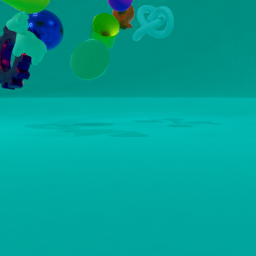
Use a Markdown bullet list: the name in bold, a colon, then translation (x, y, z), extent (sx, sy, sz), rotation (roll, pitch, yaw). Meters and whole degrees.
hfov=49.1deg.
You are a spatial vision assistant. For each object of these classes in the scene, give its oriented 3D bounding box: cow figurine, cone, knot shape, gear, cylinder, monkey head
- **cow figurine**: translation (-2.669, -2.420, 7.494), extent (1.172, 1.153, 0.643), rotation (27, 30, -10)
- **cone**: translation (-2.792, -3.330, 6.782), extent (1.456, 1.456, 1.462), rotation (1, 37, 8)
- **cone**: translation (-0.781, -1.558, 7.172), extent (1.020, 1.020, 1.024), rotation (2, -9, 16)
- **knot shape**: translation (0.743, -3.562, 9.688), extent (0.727, 1.472, 1.573), rotation (44, 7, -50)
- **gear**: translation (-3.550, -2.198, 8.642), extent (1.978, 1.978, 0.366), rotation (6, 2, 42)
- **cylinder**: translation (-0.873, -3.519, 10.282), extent (0.984, 0.984, 0.984), rotation (-2, -11, -14)
- **monkey head**: translation (-0.354, -4.375, 10.924), extent (1.216, 1.019, 1.691), rotation (-7, 29, 1)

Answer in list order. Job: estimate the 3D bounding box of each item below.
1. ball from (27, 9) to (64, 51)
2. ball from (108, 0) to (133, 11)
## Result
- **ball**: translation (-2.752, -3.183, 9.129), extent (1.283, 1.283, 1.283), rotation (0, 7, 0)
- **ball**: translation (-0.240, -3.984, 8.543), extent (0.787, 0.787, 0.787), rotation (0, 7, 0)
